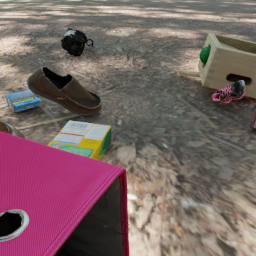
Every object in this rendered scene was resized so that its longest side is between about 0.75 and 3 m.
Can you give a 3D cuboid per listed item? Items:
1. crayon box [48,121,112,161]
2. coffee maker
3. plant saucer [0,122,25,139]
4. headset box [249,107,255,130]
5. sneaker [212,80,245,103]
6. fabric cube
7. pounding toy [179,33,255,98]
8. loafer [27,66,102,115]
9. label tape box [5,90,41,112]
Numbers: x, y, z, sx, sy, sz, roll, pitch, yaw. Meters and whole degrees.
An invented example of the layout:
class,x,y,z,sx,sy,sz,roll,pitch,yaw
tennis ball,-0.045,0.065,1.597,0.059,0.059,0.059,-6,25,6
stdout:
class,x,y,z,sx,sy,sz,roll,pitch,yaw
crayon box,-1.280,0.545,6.944,1.239,0.508,1.971,7,30,12
coffee maker,-2.737,-4.714,15.335,1.686,1.182,1.755,-3,31,-6
plant saucer,-4.015,0.421,7.299,2.513,0.403,2.513,0,31,0
headset box,4.512,-0.248,8.071,1.779,0.667,1.322,28,42,36
sneaker,3.224,-1.140,9.069,0.652,0.540,1.368,0,-15,-13
fabric cube,-1.538,1.645,3.182,2.393,2.400,2.355,14,34,23
pounding toy,3.635,-2.287,10.711,2.853,2.029,2.627,13,31,1
loafer,-1.793,-1.118,8.552,2.405,0.854,0.878,20,46,-28
label tape box,-3.509,-0.863,9.468,0.877,0.385,1.216,-20,34,-30
